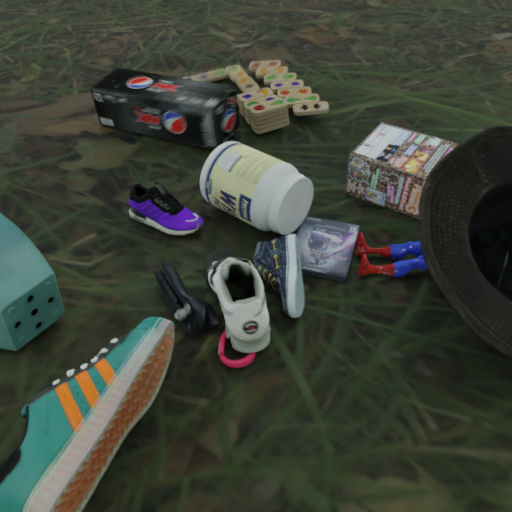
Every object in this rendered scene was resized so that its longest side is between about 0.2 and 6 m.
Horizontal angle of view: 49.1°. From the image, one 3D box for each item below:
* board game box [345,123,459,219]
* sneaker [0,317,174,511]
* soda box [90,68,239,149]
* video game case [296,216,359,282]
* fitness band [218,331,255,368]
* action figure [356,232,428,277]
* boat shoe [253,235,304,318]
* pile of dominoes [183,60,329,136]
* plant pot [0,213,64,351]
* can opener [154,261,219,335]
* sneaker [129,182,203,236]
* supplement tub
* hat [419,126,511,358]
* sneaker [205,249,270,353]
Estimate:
[{"bbox_3d":[3.299,-1.839,12.185,2.152,1.042,1.716,23,46,24],"label":"board game box"},{"bbox_3d":[-2.358,1.992,7.658,1.357,1.212,3.396,19,46,14],"label":"sneaker"},{"bbox_3d":[-2.293,-3.767,14.170,3.614,1.144,1.279,16,47,20],"label":"soda box"},{"bbox_3d":[1.313,-0.180,10.975,1.171,0.155,1.639,11,41,13],"label":"video game case"},{"bbox_3d":[-0.299,1.469,9.037,0.597,0.156,0.831,3,34,2],"label":"fitness band"},{"bbox_3d":[3.416,-0.009,10.395,2.973,0.768,0.973,3,39,0],"label":"action figure"},{"bbox_3d":[0.396,0.401,10.017,0.801,0.624,1.764,-11,47,14],"label":"boat shoe"},{"bbox_3d":[-0.159,-4.704,15.555,3.145,0.642,4.035,-19,44,-12],"label":"pile of dominoes"},{"bbox_3d":[-4.415,0.401,9.276,2.310,1.632,1.633,27,48,22],"label":"plant pot"},{"bbox_3d":[-1.325,0.724,9.681,0.539,0.668,1.700,-50,54,5],"label":"can opener"},{"bbox_3d":[-1.882,-1.020,11.331,1.757,0.874,0.611,18,36,21],"label":"sneaker"},{"bbox_3d":[0.009,-1.363,11.347,1.976,1.432,1.432,29,49,29],"label":"supplement tub"},{"bbox_3d":[4.289,-0.017,9.201,4.156,1.677,4.156,3,77,-11],"label":"hat"},{"bbox_3d":[-0.322,0.377,9.529,0.947,1.132,2.557,-13,35,-12],"label":"sneaker"}]
